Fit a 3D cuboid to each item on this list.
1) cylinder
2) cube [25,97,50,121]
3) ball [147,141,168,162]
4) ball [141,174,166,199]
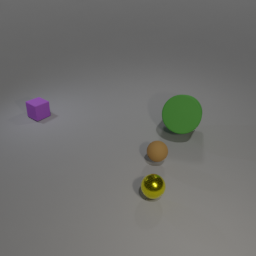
[{"bbox_3d":[2.060,-0.548,10.510,1.400,1.400,1.400,9,9,14],"label":"cylinder"},{"bbox_3d":[-3.828,-0.815,11.941,0.700,0.700,0.700,23,36,32],"label":"cube"},{"bbox_3d":[0.963,0.763,9.188,0.700,0.700,0.700,0,33,0],"label":"ball"},{"bbox_3d":[0.714,1.647,7.926,0.700,0.700,0.700,0,33,0],"label":"ball"}]
